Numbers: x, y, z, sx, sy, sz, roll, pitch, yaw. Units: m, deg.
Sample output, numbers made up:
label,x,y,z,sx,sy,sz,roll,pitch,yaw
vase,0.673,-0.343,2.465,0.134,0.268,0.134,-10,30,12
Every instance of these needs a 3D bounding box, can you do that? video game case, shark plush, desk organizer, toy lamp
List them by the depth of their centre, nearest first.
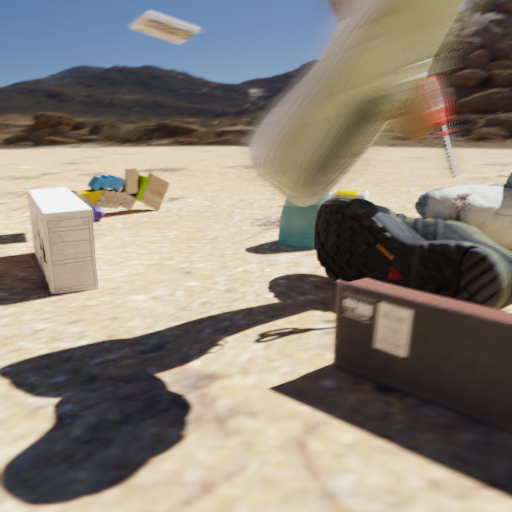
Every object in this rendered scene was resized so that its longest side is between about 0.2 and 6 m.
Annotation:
label,x,y,z,sx,sy,sz,roll,pitch,yaw
desk organizer,1.880,0.780,4.717,2.381,0.854,0.917,14,17,43
shark plush,3.952,-0.797,9.294,1.701,1.855,4.084,2,12,29
video game case,-1.967,-4.910,12.081,1.163,0.134,1.060,8,1,-31
toy lamp,-3.831,-1.037,13.274,0.330,0.330,1.132,-7,14,-26

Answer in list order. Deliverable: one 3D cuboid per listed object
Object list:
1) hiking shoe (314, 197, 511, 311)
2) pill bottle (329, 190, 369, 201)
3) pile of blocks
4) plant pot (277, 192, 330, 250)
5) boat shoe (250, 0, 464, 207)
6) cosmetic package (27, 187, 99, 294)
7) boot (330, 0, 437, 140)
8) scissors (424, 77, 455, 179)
label,x,y,z,sx,sy,sz,roll,pitch,yaw
hiking shoe,2.152,0.018,7.615,1.647,1.239,3.271,2,19,-36
pill bottle,2.244,-1.342,13.938,1.062,0.580,0.580,4,14,17
pile of blocks,-3.495,-1.651,13.781,2.734,1.122,0.850,-10,21,-43
plant pot,0.979,-0.760,10.501,1.155,1.085,1.155,1,14,0
boat shoe,1.068,-1.593,5.059,0.984,2.734,0.848,19,26,-47
cosmetic package,-3.059,-0.348,8.674,0.705,1.149,2.783,-6,14,-25
boot,1.857,-2.624,6.930,1.052,2.788,1.026,-10,43,33
scissors,2.324,-1.595,6.934,0.088,1.258,0.460,-17,10,32
